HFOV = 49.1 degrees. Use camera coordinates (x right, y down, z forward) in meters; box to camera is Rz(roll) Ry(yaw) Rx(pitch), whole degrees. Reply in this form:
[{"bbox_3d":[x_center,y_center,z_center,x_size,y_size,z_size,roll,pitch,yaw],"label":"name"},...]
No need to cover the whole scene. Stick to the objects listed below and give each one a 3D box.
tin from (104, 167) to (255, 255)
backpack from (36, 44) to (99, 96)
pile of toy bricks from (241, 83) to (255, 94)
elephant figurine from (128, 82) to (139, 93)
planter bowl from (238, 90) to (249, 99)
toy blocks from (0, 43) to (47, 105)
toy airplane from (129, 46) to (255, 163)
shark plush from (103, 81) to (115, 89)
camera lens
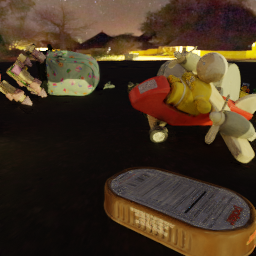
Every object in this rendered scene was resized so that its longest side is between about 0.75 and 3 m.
[{"bbox_3d":[0.603,1.028,3.762,2.116,0.443,1.185,12,24,35],"label":"tin"},{"bbox_3d":[-2.760,-2.508,13.186,2.826,2.358,1.789,1,36,-6],"label":"backpack"},{"bbox_3d":[4.923,-1.094,10.545,1.694,0.940,0.836,17,56,21],"label":"pile of toy bricks"},{"bbox_3d":[0.202,-1.969,13.783,0.809,0.573,0.628,16,8,27],"label":"elephant figurine"},{"bbox_3d":[3.841,-0.820,9.393,1.329,0.553,1.329,30,9,-5],"label":"planter bowl"},{"bbox_3d":[-3.987,-1.935,11.566,1.821,2.164,2.022,39,-13,-28],"label":"toy blocks"},{"bbox_3d":[1.931,-0.749,6.626,2.993,2.112,2.980,32,44,23],"label":"toy airplane"},{"bbox_3d":[-1.081,-2.285,15.301,0.365,0.399,0.877,38,24,14],"label":"shark plush"},{"bbox_3d":[2.138,-1.252,8.930,2.290,1.832,1.832,13,21,38],"label":"camera lens"}]
